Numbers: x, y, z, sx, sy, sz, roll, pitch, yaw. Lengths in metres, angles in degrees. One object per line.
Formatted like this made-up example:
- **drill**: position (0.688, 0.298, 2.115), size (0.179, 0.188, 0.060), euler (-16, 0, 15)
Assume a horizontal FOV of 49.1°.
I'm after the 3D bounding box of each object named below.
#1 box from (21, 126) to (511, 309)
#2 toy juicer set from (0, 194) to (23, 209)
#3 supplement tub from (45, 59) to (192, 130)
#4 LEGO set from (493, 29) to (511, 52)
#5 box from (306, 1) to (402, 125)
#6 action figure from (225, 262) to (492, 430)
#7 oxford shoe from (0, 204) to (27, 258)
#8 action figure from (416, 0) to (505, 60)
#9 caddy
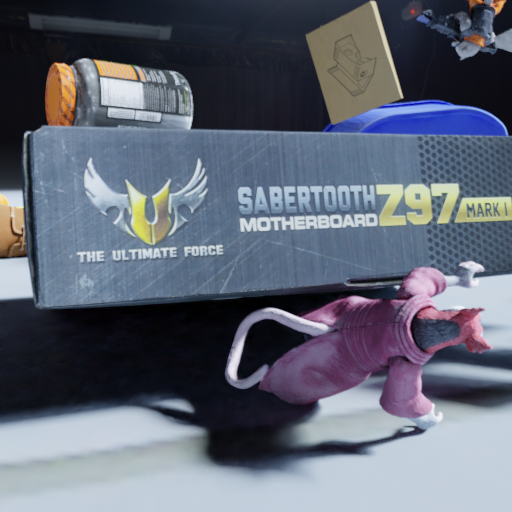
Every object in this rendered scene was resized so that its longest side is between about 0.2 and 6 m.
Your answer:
- **box**: position (0.238, -0.178, 4.834), size (4.035, 1.029, 3.182), euler (-3, -4, -19)
- **toy juicer set**: position (-5.891, -1.068, 13.306), size (3.091, 0.841, 1.966), euler (2, 9, 18)
- **supplement tub**: position (-2.598, -2.861, 10.639), size (2.469, 1.513, 1.513), euler (-3, 9, -33)
- **LEGO set**: position (2.731, -0.692, 4.372), size (0.634, 2.584, 1.930), euler (-23, -31, 38)
- **box**: position (1.452, -2.854, 8.400), size (1.179, 1.442, 0.153), euler (-13, 7, 40)
- **action figure**: position (0.597, 0.361, 2.895), size (0.985, 0.886, 1.323), euler (21, -24, -23)
- **oxford shoe**: position (-3.706, -0.361, 8.752), size (0.862, 0.862, 2.418), euler (13, 13, 31)
- **action figure**: position (2.470, -2.818, 6.495), size (1.057, 1.022, 0.553), euler (12, 2, -9)
- **caddy**: position (2.732, -1.488, 10.195), size (3.569, 2.523, 1.873), euler (-7, 14, -8)
